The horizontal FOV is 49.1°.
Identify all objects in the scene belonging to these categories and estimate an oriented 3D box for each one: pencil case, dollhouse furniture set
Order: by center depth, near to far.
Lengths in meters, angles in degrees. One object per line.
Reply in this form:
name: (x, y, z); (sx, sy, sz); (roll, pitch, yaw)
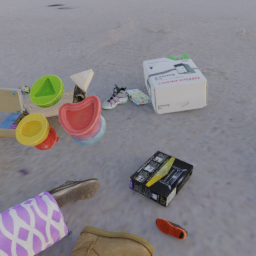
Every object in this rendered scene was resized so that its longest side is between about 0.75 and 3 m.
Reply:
pencil case: (-2.682, 2.391, 5.838); (2.867, 1.203, 1.226); (-22, 11, -32)
dollhouse furniture set: (-3.809, -0.874, 9.880); (1.976, 2.093, 1.366); (3, 35, 5)

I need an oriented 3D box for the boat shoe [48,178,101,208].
boat shoe: (-1.493, 1.625, 7.521); (1.506, 0.561, 0.552); (-15, 36, -23)

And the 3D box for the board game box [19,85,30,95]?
board game box: (-4.788, -1.778, 13.046); (0.406, 0.091, 0.775); (-19, 38, -29)

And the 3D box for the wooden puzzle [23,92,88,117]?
wooden puzzle: (-2.658, -0.883, 10.877); (2.494, 0.502, 2.696); (-13, 19, -22)

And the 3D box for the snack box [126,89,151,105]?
snack box: (0.413, -1.378, 12.245); (0.682, 0.218, 1.174); (-11, 33, -26)

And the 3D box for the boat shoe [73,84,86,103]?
boat shoe: (-1.500, -0.977, 8.738); (0.434, 1.185, 0.384); (10, -11, -22)

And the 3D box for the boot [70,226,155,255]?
boot: (-0.631, 3.005, 5.385); (1.834, 0.692, 2.094); (0, 30, 24)

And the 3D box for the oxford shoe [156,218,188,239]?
oxford shoe: (1.038, 2.395, 6.688); (0.832, 0.296, 0.302); (20, 6, 37)

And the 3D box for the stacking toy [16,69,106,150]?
stacking toy: (-1.573, -0.378, 7.161); (2.155, 0.910, 1.951); (-7, 63, 13)

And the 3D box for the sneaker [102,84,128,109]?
sneaker: (-0.578, -1.376, 11.677); (1.321, 0.924, 0.514); (-29, 43, -36)

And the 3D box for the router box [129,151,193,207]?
router box: (0.965, 1.384, 8.000); (1.223, 0.406, 1.556); (23, 40, 30)

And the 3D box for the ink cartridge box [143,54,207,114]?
ink cartridge box: (1.951, -1.984, 12.110); (2.154, 1.241, 2.952); (-10, 34, -1)
